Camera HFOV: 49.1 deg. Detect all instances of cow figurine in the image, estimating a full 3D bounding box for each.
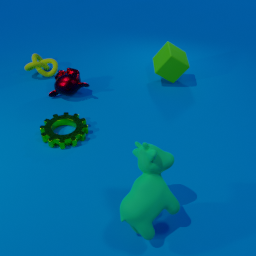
[{"bbox_3d":[0.350,1.162,5.559,1.592,1.566,0.874,-40,16,-20],"label":"cow figurine"}]

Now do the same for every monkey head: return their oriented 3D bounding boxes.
[{"bbox_3d":[-1.988,-1.478,9.653,1.505,1.083,0.907,-13,70,13],"label":"monkey head"}]

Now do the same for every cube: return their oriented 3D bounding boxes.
[{"bbox_3d":[1.535,-2.355,10.087,0.897,0.897,0.897,22,44,-27],"label":"cube"}]

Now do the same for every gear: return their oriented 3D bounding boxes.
[{"bbox_3d":[-1.843,0.049,8.134,1.345,0.249,1.345,1,40,-1],"label":"gear"}]

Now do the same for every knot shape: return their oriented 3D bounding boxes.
[{"bbox_3d":[-3.395,-2.393,10.704,1.210,0.559,1.133,35,37,28],"label":"knot shape"}]
